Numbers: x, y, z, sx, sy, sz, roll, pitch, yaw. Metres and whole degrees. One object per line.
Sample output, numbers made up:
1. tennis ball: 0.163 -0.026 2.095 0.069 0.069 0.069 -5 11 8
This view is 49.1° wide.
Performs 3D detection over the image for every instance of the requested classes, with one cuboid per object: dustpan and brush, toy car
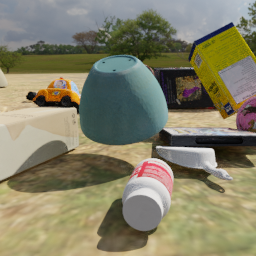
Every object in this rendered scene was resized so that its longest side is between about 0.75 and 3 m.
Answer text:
1. dustpan and brush: 1.208 0.559 4.674 1.013 0.415 1.451 2 0 -23
2. toy car: -1.111 -0.552 6.806 1.127 0.765 2.298 -3 -17 31

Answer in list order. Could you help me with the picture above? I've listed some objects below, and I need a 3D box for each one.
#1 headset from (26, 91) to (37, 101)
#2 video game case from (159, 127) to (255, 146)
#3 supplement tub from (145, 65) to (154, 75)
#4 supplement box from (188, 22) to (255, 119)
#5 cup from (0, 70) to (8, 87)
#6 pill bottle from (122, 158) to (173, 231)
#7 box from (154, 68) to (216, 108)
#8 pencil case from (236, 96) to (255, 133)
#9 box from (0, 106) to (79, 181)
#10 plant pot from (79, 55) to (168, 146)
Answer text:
1. headset: -4.240 -1.390 13.057 0.844 0.642 1.367 -5 -1 -33
2. video game case: 1.637 0.160 5.966 1.751 0.247 1.937 0 4 0
3. supplement tub: 0.463 -1.722 11.473 1.040 1.040 1.944 -1 -16 -3
4. supplement box: 2.627 -1.448 7.379 1.126 2.069 1.133 -27 -10 0
5. cup: -9.802 -3.689 20.018 2.087 1.492 2.087 -3 14 1
6. pill bottle: 0.246 0.774 3.366 0.558 0.558 0.994 3 13 11
7. box: 2.593 -1.691 11.559 2.961 1.570 1.810 0 13 -1
8. pencil case: 3.808 -0.358 6.941 2.739 1.134 1.185 -11 19 -43
9. box: -1.984 0.184 5.121 1.065 0.872 2.244 5 14 24
10. plant pot: -0.137 -0.628 4.945 1.642 1.106 1.642 -6 34 4
